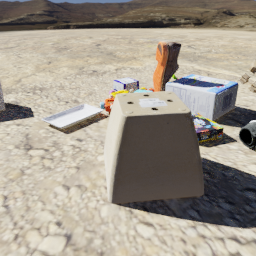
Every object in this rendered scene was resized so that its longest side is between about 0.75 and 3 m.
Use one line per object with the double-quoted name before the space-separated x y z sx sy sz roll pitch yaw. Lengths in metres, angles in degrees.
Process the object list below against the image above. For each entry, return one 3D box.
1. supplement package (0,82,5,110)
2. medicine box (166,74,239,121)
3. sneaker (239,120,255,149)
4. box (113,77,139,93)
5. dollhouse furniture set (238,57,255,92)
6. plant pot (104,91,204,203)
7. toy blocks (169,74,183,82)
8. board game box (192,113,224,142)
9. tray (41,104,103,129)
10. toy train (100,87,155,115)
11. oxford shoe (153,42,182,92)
"supplement package" -6.846 -1.459 12.628 2.219 1.329 1.345 -11 27 -22
"medicine box" 3.310 -1.456 12.700 2.473 1.273 2.252 21 32 37
"sneaker" 4.819 0.426 9.254 1.216 0.867 2.452 -20 26 -32
"box" -0.099 -2.358 15.474 1.090 0.572 1.002 -18 30 -33
"dollhouse furniture set" 7.537 -2.808 14.997 1.387 1.959 2.132 -23 61 -38
"plant pot" 0.601 0.296 7.805 2.526 2.239 2.529 -3 24 -7
"toy blocks" 2.978 -2.533 15.733 1.211 0.885 1.772 6 26 -13
"board game box" 2.558 -0.038 10.626 1.332 0.457 1.612 -9 26 -21
"tray" -2.280 -0.471 11.788 1.274 0.263 2.373 18 31 36
"toy train" 0.069 -1.149 12.760 2.765 0.769 2.077 -8 27 -10
"oxford shoe" 1.838 -2.540 13.012 1.090 2.991 1.066 -7 45 -12
